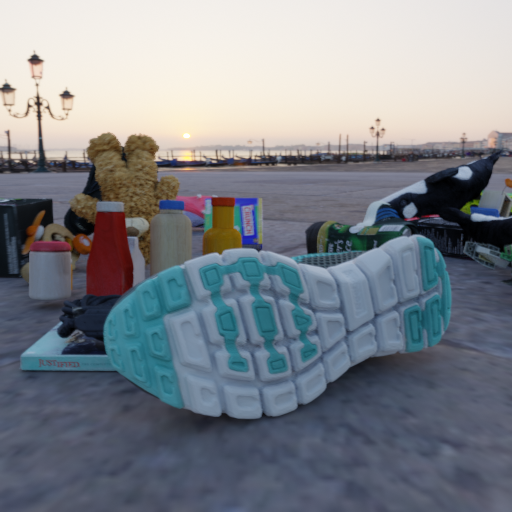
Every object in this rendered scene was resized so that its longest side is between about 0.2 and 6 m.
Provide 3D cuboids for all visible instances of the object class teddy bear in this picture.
[{"bbox_3d":[-2.029,-0.997,8.940,1.697,2.341,0.781,15,-26,-20],"label":"teddy bear"}]

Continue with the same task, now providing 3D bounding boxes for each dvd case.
[{"bbox_3d":[-1.427,0.767,5.472,1.140,0.172,1.562,0,9,1],"label":"dvd case"}]

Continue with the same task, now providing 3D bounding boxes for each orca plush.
[{"bbox_3d":[4.468,-1.151,13.147,4.012,1.426,2.111,-20,-8,-40],"label":"orca plush"},{"bbox_3d":[3.847,-0.128,7.754,1.099,1.627,3.093,-42,42,-21],"label":"orca plush"}]

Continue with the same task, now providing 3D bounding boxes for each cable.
[{"bbox_3d":[-1.102,0.575,5.330,1.449,0.368,1.182,-2,5,-7],"label":"cable"}]

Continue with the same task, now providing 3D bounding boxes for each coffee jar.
[{"bbox_3d":[1.472,-0.082,8.248,1.536,0.801,0.655,6,27,33],"label":"coffee jar"}]

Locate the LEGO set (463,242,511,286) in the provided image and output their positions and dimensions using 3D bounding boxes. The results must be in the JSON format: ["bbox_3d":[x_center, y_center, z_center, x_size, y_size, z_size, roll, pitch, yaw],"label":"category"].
[{"bbox_3d":[4.053,0.088,6.865,3.562,1.009,2.313,-13,10,-37],"label":"LEGO set"}]

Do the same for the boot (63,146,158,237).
[{"bbox_3d":[-2.691,-1.429,11.249,2.068,0.934,2.524,-11,44,45],"label":"boot"}]

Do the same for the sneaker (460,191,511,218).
[{"bbox_3d":[6.230,-1.226,14.528,1.073,0.951,2.568,6,9,-42],"label":"sneaker"}]

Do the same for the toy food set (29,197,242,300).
[{"bbox_3d":[-1.608,-0.103,6.702,2.759,1.242,1.317,2,4,18],"label":"toy food set"}]

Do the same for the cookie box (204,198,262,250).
[{"bbox_3d":[-0.418,-0.598,10.509,1.079,0.923,0.405,-1,-14,-1],"label":"cookie box"}]

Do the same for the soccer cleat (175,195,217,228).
[{"bbox_3d":[-1.535,-0.941,13.020,2.396,0.799,0.916,7,-36,-19],"label":"soccer cleat"}]

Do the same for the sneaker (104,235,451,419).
[{"bbox_3d":[0.187,0.556,4.780,3.196,1.240,1.458,-3,-5,-35],"label":"sneaker"}]

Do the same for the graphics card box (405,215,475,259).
[{"bbox_3d":[3.957,-0.334,10.141,2.366,0.602,1.484,9,13,44],"label":"graphics card box"}]

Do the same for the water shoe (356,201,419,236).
[{"bbox_3d":[2.296,-0.309,9.632,0.979,0.887,2.481,8,22,19],"label":"water shoe"}]

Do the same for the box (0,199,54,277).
[{"bbox_3d":[-4.265,-0.327,8.775,1.767,1.098,1.313,1,11,4],"label":"box"}]

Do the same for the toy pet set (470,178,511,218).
[{"bbox_3d":[5.599,-0.916,12.243,1.770,0.940,1.653,26,-9,-41],"label":"toy pet set"}]

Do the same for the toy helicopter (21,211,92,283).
[{"bbox_3d":[-3.078,-0.068,8.245,0.563,0.945,1.428,-32,21,20],"label":"toy helicopter"}]
